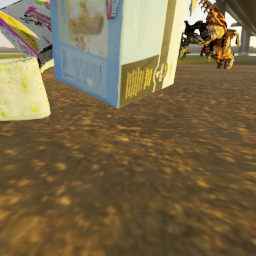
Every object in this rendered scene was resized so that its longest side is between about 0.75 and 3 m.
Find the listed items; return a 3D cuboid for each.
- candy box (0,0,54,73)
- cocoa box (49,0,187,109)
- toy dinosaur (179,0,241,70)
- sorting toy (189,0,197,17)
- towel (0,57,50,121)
[{"bbox_3d":[-1.550,-2.357,6.224,1.446,0.647,2.121,43,64,12],"label":"candy box"},{"bbox_3d":[-0.132,-1.608,3.882,1.418,2.126,1.395,28,39,31],"label":"cocoa box"},{"bbox_3d":[1.999,-2.373,6.955,1.405,2.071,1.058,-2,24,36],"label":"toy dinosaur"},{"bbox_3d":[2.065,-4.042,8.864,0.151,0.764,0.825,13,48,17],"label":"sorting toy"},{"bbox_3d":[-1.543,-0.470,3.585,0.944,0.808,0.227,-5,38,1],"label":"towel"}]
